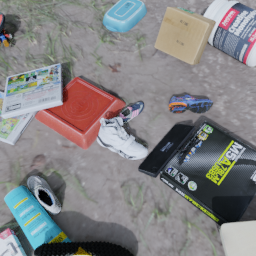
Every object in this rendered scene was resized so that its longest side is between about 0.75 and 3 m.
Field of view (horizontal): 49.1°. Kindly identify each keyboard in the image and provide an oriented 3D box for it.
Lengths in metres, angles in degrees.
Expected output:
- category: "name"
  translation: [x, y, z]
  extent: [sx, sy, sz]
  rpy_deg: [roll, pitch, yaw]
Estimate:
- category: "keyboard"
  translation: [1.562, 0.761, 9.560]
  extent: [2.457, 0.253, 1.561]
  rpy_deg: [-47, 32, -24]

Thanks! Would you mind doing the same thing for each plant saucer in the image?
- category: "plant saucer"
  translation: [-1.842, -0.802, 10.832]
  extent: [2.619, 0.481, 2.614]
  rpy_deg: [30, 61, 19]

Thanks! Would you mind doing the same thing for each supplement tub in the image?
- category: "supplement tub"
  translation: [4.778, -4.173, 12.112]
  extent: [2.882, 2.022, 2.022]
  rpy_deg: [39, 65, 23]

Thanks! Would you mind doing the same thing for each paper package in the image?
- category: "paper package"
  translation: [2.412, -3.968, 11.982]
  extent: [1.986, 1.893, 1.027]
  rpy_deg: [30, 32, 19]

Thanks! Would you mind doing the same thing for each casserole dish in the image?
- category: "casserole dish"
  translation: [-0.140, -5.809, 14.110]
  extent: [1.612, 0.516, 2.661]
  rpy_deg: [29, 60, 18]

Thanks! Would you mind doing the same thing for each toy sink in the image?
- category: "toy sink"
  translation: [3.606, 3.453, 7.480]
  extent: [2.504, 1.403, 1.632]
  rpy_deg: [-3, 57, -8]

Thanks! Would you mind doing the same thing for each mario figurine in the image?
- category: "mario figurine"
  translation: [-5.861, -4.102, 12.963]
  extent: [0.742, 0.865, 1.401]
  rpy_deg: [-44, 48, 18]

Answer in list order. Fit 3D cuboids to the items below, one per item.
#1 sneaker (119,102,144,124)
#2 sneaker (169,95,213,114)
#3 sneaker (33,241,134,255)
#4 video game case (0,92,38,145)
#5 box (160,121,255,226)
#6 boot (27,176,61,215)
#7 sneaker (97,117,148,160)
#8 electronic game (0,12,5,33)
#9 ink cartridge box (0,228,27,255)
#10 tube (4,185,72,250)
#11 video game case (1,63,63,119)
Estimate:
- category: "sneaker"
  translation: [0.170, -0.676, 10.713]
  extent: [0.442, 0.516, 1.259]
  rpy_deg: [38, 64, 22]
- category: "sneaker"
  translation: [2.441, -1.005, 10.884]
  extent: [1.738, 0.655, 0.682]
  rpy_deg: [1, 52, -1]
- category: "sneaker"
  translation: [-1.174, 3.873, 7.601]
  extent: [2.785, 0.974, 1.253]
  rpy_deg: [8, 93, -12]
- category: "video game case"
  translation: [-4.752, -0.458, 10.742]
  extent: [2.078, 0.229, 1.892]
  rpy_deg: [18, 58, 12]
- category: "box"
  translation: [2.921, 1.432, 9.243]
  extent: [2.692, 0.662, 2.787]
  rpy_deg: [35, 63, 24]
- category: "boot"
  translation: [-2.695, 1.979, 8.815]
  extent: [1.605, 0.767, 0.590]
  rpy_deg: [40, 65, 23]
- category: "sneaker"
  translation: [-0.196, 0.330, 9.600]
  extent: [1.935, 1.112, 0.727]
  rpy_deg: [21, 45, 16]
- category: "electronic game"
  translation: [-6.668, -4.476, 12.836]
  extent: [2.415, 0.502, 2.415]
  rpy_deg: [-12, 55, 17]
- category: "ink cartridge box"
  translation: [-3.442, 3.573, 7.950]
  extent: [0.805, 0.469, 1.106]
  rpy_deg: [-33, 64, -19]
- category: "tube"
  translation: [-2.591, 2.976, 8.270]
  extent: [1.077, 0.701, 2.780]
  rpy_deg: [-39, 75, -14]
- category: "video game case"
  translation: [-3.679, -1.476, 10.899]
  extent: [2.326, 0.256, 2.120]
  rpy_deg: [-14, 54, 4]
